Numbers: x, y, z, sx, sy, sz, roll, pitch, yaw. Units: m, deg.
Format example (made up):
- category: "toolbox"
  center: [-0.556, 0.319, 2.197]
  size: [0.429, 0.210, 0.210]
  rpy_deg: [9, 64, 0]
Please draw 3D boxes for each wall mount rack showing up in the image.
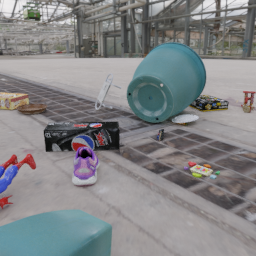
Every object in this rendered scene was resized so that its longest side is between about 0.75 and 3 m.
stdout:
- category: "wall mount rack"
  center: [-0.973, -1.679, 13.028]
  size: [0.673, 1.804, 1.567]
  rpy_deg: [17, 17, -32]

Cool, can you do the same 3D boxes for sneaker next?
- category: "sneaker"
  center: [-1.038, 0.748, 6.878]
  size: [0.650, 0.715, 1.617]
  rpy_deg: [-3, 17, -6]

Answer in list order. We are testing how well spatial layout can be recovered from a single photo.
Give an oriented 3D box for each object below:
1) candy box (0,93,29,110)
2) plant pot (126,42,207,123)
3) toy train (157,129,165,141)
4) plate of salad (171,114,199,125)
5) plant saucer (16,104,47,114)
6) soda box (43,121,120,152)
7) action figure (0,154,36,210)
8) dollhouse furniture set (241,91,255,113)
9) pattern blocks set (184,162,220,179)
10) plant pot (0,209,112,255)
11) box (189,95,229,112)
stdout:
- category: "candy box"
  center: [-6.061, -1.342, 13.630]
  size: [2.071, 0.573, 1.195]
  rpy_deg: [7, 19, 20]
- category: "plant pot"
  center: [1.410, -1.668, 11.415]
  size: [2.939, 2.939, 2.762]
  rpy_deg: [9, 33, 26]
- category: "toy train"
  center: [1.108, 0.215, 9.457]
  size: [0.210, 0.156, 0.915]
  rpy_deg: [0, 17, 11]
- category: "plate of salad"
  center: [2.238, -0.316, 10.972]
  size: [1.054, 0.253, 1.054]
  rpy_deg: [-10, 15, 3]
- category: "plant saucer"
  center: [-4.324, -0.851, 12.657]
  size: [1.331, 0.244, 1.331]
  rpy_deg: [1, 18, 0]
- category: "soda box"
  center: [-1.352, 0.242, 8.464]
  size: [2.195, 0.695, 0.777]
  rpy_deg: [-2, 19, -3]
- category: "action figure"
  center: [-2.736, 1.287, 5.433]
  size: [0.778, 0.615, 2.378]
  rpy_deg: [1, 22, 20]
- category: "dollhouse furniture set"
  center: [5.646, -1.225, 12.960]
  size: [0.581, 0.769, 1.430]
  rpy_deg: [5, 18, 15]
- category: "pattern blocks set"
  center: [1.829, 1.050, 6.978]
  size: [0.856, 0.069, 0.752]
  rpy_deg: [10, 20, 27]
- category: "plant pot"
  center: [-0.936, 1.691, 3.494]
  size: [1.063, 1.062, 1.504]
  rpy_deg: [12, 15, 33]
- category: "box"
  center: [3.732, -1.226, 13.543]
  size: [1.394, 0.431, 1.746]
  rpy_deg: [-4, 18, -19]
